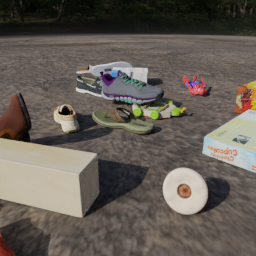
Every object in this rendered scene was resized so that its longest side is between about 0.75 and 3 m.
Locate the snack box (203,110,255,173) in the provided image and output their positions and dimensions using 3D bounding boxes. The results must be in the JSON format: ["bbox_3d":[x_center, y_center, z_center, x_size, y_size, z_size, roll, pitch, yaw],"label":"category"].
[{"bbox_3d":[3.460,0.252,7.472,1.676,0.535,2.885,20,30,39],"label":"snack box"}]

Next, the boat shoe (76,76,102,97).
[{"bbox_3d":[-1.363,-1.852,12.300,2.319,0.700,0.877,11,25,24],"label":"boat shoe"}]

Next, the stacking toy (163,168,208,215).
[{"bbox_3d":[1.244,1.134,5.426,0.833,0.833,1.141,13,6,29],"label":"stacking toy"}]

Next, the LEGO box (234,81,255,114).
[{"bbox_3d":[5.353,-1.077,10.086,2.515,0.970,1.873,-19,29,-38],"label":"LEGO box"}]

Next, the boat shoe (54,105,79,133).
[{"bbox_3d":[-1.987,-0.449,9.034,0.674,0.633,1.829,-11,25,-25],"label":"boat shoe"}]

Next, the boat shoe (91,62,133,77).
[{"bbox_3d":[-0.894,-3.328,15.856,2.325,0.813,0.770,-8,25,-1],"label":"boat shoe"}]

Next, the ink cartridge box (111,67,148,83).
[{"bbox_3d":[0.094,-2.527,13.858,1.759,0.741,1.272,1,23,3],"label":"ink cartridge box"}]

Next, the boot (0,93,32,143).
[{"bbox_3d":[-3.370,-0.001,6.548,2.011,1.893,0.688,-13,67,-28],"label":"boot"}]

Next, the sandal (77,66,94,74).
[{"bbox_3d":[-2.332,-3.471,16.560,1.420,0.407,0.544,-10,25,-22],"label":"sandal"}]

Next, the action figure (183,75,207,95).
[{"bbox_3d":[3.068,-1.983,12.816,0.832,0.657,2.542,2,25,-2],"label":"action figure"}]

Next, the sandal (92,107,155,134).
[{"bbox_3d":[-0.136,-0.333,8.780,2.153,0.614,0.855,13,26,27],"label":"sandal"}]

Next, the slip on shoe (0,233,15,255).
[{"bbox_3d":[-1.884,1.787,3.863,1.659,0.508,0.614,23,30,40],"label":"slip on shoe"}]

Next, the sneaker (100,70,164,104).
[{"bbox_3d":[0.060,-1.540,10.194,2.482,1.086,0.924,5,34,23],"label":"sneaker"}]

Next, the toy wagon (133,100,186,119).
[{"bbox_3d":[1.111,-0.653,9.878,1.863,0.369,1.445,13,27,26],"label":"toy wagon"}]

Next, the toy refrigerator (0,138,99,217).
[{"bbox_3d":[-1.837,0.875,5.482,2.463,0.935,0.862,7,24,18],"label":"toy refrigerator"}]
